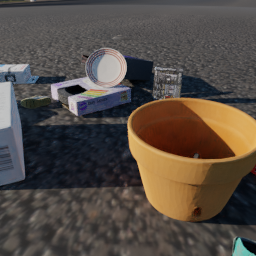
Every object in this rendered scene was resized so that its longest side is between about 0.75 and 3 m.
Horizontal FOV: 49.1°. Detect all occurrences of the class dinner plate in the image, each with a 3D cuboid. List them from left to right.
[{"bbox_3d":[-0.775,-2.133,9.990,1.460,1.460,0.177,-1,-8,-1],"label":"dinner plate"}]

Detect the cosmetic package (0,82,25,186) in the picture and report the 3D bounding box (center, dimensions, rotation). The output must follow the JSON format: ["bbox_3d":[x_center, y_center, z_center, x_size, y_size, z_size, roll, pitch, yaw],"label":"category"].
[{"bbox_3d":[-3.231,0.010,6.916,1.053,1.446,2.844,-11,30,-19],"label":"cosmetic package"}]

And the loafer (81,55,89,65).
[{"bbox_3d":[-1.664,-3.382,14.098,1.545,0.487,0.555,9,30,17],"label":"loafer"}]

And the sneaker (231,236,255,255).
[{"bbox_3d":[1.502,1.989,3.934,1.347,0.813,0.563,-13,31,-23],"label":"sneaker"}]

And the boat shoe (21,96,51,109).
[{"bbox_3d":[-3.225,-0.918,9.766,1.020,0.381,0.349,-8,23,-29],"label":"boat shoe"}]

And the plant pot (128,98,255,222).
[{"bbox_3d":[1.209,0.634,5.506,2.408,1.685,2.408,-1,29,0],"label":"plant pot"}]

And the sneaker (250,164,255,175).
[{"bbox_3d":[3.023,0.991,6.091,0.592,0.537,1.395,-26,38,-31],"label":"sneaker"}]

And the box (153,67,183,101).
[{"bbox_3d":[1.389,-1.485,9.849,0.972,1.233,0.307,5,29,9],"label":"box"}]

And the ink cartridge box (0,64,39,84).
[{"bbox_3d":[-4.846,-2.330,12.075,1.755,0.585,1.016,-2,29,-3],"label":"ink cartridge box"}]

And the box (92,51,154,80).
[{"bbox_3d":[-0.212,-2.560,11.633,1.589,0.888,2.251,23,20,31],"label":"box"}]

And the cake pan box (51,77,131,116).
[{"bbox_3d":[-1.393,-1.245,10.106,2.287,0.598,2.106,-18,31,-31],"label":"cake pan box"}]
